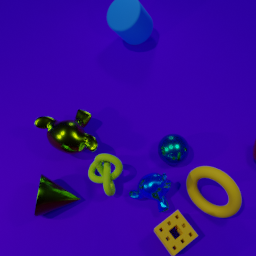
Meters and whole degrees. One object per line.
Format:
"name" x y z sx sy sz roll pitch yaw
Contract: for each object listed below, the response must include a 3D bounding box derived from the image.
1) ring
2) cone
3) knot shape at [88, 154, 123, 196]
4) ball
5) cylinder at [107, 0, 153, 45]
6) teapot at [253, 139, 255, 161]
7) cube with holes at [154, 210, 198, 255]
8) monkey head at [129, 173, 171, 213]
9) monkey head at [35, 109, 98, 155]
"ring" 2.099 1.595 6.965 1.433 1.433 0.287 39 47 21
"cone" -1.766 1.790 7.233 1.095 1.091 1.091 9 57 -15
"knot shape" -0.657 1.156 7.525 0.550 1.190 1.114 -10 19 -36
"ball" 1.275 0.598 7.882 0.877 0.877 0.877 0 59 0
"cylinder" 0.093 -3.830 10.047 1.285 1.285 1.285 -3 82 25
"teapot" 3.955 0.467 7.573 1.192 1.917 0.938 -18 66 32
"cube with holes" 1.115 2.509 6.682 0.709 0.709 0.709 -35 68 -11
"monkey head" 0.669 1.635 7.128 0.785 1.303 0.937 23 44 -38
"monkey head" -1.564 0.047 7.904 1.901 1.146 1.368 23 83 9
